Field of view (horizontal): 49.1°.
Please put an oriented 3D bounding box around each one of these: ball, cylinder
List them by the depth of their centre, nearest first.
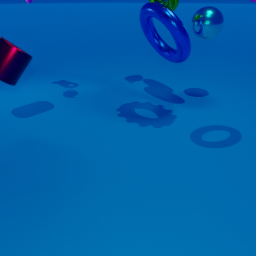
[{"bbox_3d":[-3.378,-1.863,7.858,1.003,1.003,1.003,33,3,-2],"label":"cylinder"},{"bbox_3d":[2.433,-3.206,8.600,0.982,0.982,0.982,0,26,0],"label":"ball"}]

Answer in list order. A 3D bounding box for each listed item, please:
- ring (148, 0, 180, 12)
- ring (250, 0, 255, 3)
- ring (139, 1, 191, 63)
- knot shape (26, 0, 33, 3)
[{"bbox_3d":[0.884,-4.349,8.372,0.385,1.924,1.924,-34,34,-6],"label":"ring"},{"bbox_3d":[2.046,-2.574,4.013,1.537,1.537,0.307,-7,9,-14],"label":"ring"},{"bbox_3d":[1.118,-2.892,8.617,0.419,2.093,2.093,-41,38,-8],"label":"ring"},{"bbox_3d":[-3.102,-4.483,8.627,1.357,1.269,0.627,38,66,2],"label":"knot shape"}]
